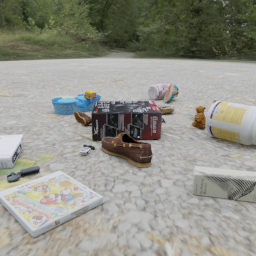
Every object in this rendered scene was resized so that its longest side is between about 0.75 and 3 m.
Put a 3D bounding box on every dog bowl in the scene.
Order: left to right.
[{"bbox_3d":[-2.616,-1.236,14.415,2.648,0.656,1.476,-14,23,-39],"label":"dog bowl"}]

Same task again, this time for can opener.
[{"bbox_3d":[-2.801,1.264,7.542,0.880,0.235,0.294,-10,53,-31],"label":"can opener"}]

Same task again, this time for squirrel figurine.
[{"bbox_3d":[3.028,-0.453,11.634,0.663,0.874,0.936,3,18,8],"label":"squirrel figurine"}]

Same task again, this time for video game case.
[{"bbox_3d":[-1.792,1.599,6.395,1.689,0.212,1.856,-17,25,-41],"label":"video game case"}]

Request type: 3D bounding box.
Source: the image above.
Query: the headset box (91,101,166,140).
[{"bbox_3d":[0.049,-0.365,11.016,2.818,1.088,2.097,0,18,-3],"label":"headset box"}]

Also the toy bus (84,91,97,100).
[{"bbox_3d":[-1.915,-1.653,14.065,0.305,0.367,0.938,-13,20,-30],"label":"toy bus"}]

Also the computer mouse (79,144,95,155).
[{"bbox_3d":[-1.381,0.729,9.171,0.436,0.174,0.794,8,13,9],"label":"computer mouse"}]

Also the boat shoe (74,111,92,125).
[{"bbox_3d":[-1.959,-0.434,12.311,0.448,0.448,1.274,-17,32,-29],"label":"boat shoe"}]

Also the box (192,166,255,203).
[{"bbox_3d":[2.294,1.320,6.659,1.460,0.600,0.499,3,19,13],"label":"box"}]

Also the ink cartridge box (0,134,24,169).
[{"bbox_3d":[-4.368,0.723,8.736,1.893,0.415,1.911,-2,20,-7],"label":"ink cartridge box"}]

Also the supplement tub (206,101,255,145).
[{"bbox_3d":[3.913,-0.175,9.990,1.372,1.372,1.887,-17,25,-42],"label":"supplement tub"}]

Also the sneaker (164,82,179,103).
[{"bbox_3d":[2.623,-1.971,16.384,0.669,0.598,1.675,36,49,-14],"label":"sneaker"}]

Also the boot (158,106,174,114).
[{"bbox_3d":[1.716,-0.883,13.979,1.175,0.425,0.978,-1,4,9],"label":"boot"}]

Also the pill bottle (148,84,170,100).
[{"bbox_3d":[2.064,-2.252,17.129,1.545,0.876,0.876,-14,23,-37],"label":"pill bottle"}]

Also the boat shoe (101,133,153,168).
[{"bbox_3d":[-0.064,0.532,8.813,0.773,0.772,2.196,-18,24,-41],"label":"boat shoe"}]

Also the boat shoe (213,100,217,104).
[{"bbox_3d":[5.024,-1.147,14.477,1.292,0.454,0.455,13,20,31],"label":"boat shoe"}]
